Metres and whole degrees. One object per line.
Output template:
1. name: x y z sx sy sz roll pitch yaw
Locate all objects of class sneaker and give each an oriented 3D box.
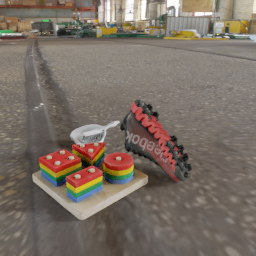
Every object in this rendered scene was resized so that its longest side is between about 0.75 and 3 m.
1. sneaker: 0.479 0.364 5.668 0.691 0.955 1.955 16 35 -56

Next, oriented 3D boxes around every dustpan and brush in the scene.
1. dustpan and brush: -0.719 0.101 6.815 1.186 0.339 0.828 -17 41 -31

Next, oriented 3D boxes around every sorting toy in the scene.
1. sorting toy: -0.697 0.755 5.137 1.544 0.541 1.553 -20 29 -41
